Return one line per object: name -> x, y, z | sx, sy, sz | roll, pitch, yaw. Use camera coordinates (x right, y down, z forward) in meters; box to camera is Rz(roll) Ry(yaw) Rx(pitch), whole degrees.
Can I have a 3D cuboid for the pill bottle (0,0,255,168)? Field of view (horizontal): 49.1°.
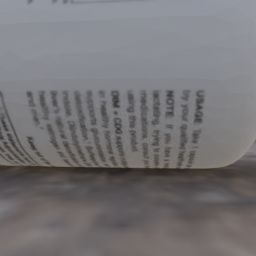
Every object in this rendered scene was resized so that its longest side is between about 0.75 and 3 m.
pill bottle -> 0.035, -0.377, 1.599 | 2.124, 1.204, 1.204 | 1, 2, 6
